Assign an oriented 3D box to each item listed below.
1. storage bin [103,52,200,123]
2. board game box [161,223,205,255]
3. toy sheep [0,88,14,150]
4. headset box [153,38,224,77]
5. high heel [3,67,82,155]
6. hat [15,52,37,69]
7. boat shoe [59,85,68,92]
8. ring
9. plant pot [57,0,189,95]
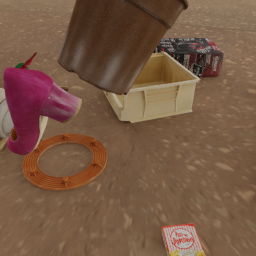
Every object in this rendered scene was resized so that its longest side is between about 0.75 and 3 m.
[{"bbox_3d":[0.593,-1.496,9.655,2.589,1.222,2.608,-10,36,-15],"label":"storage bin"},{"bbox_3d":[1.021,2.196,5.167,0.638,0.195,0.842,-5,35,-7],"label":"board game box"},{"bbox_3d":[-3.678,-0.331,7.756,2.398,1.653,1.653,20,38,9],"label":"toy sheep"},{"bbox_3d":[2.625,-3.092,12.104,2.849,1.069,2.117,-2,34,-3],"label":"headset box"},{"bbox_3d":[-1.901,-0.198,4.793,2.451,1.176,0.825,-21,49,47],"label":"high heel"},{"bbox_3d":[-4.343,-2.541,11.236,1.311,1.154,1.086,-17,38,-23],"label":"hat"},{"bbox_3d":[-2.644,-1.291,10.188,1.017,0.366,0.343,-15,70,-34],"label":"boat shoe"},{"bbox_3d":[-1.625,0.749,7.281,2.181,0.209,2.181,0,34,0],"label":"ring"},{"bbox_3d":[-0.251,-1.933,5.588,2.142,2.121,2.142,25,16,-8],"label":"plant pot"}]
